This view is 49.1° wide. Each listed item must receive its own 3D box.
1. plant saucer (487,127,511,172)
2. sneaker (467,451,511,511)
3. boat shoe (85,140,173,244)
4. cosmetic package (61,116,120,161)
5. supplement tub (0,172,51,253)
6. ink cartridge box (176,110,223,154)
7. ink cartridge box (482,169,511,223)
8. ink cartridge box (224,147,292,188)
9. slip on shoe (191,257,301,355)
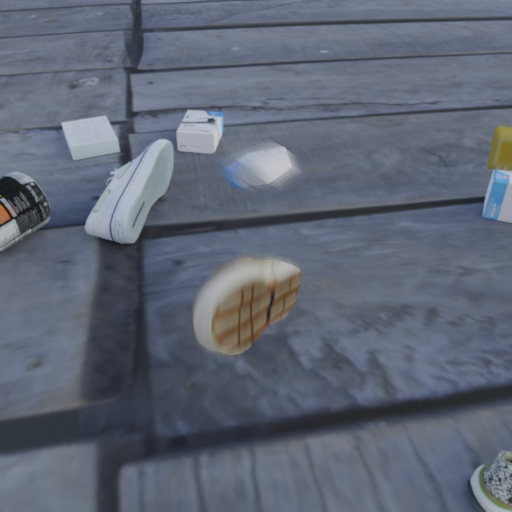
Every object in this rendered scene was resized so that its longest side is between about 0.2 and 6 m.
[{"bbox_3d":[4.059,-1.628,8.796,0.716,0.716,0.174,11,35,20],"label":"plant saucer"},{"bbox_3d":[3.574,2.476,6.313,2.180,0.966,0.838,-5,39,-6],"label":"sneaker"},{"bbox_3d":[-2.489,-1.442,11.124,0.991,1.092,2.968,8,40,8],"label":"boat shoe"},{"bbox_3d":[-3.998,-2.860,13.485,1.099,0.376,1.457,-16,41,-16],"label":"cosmetic package"},{"bbox_3d":[-4.779,-0.629,10.071,1.150,1.150,1.878,22,44,25],"label":"supplement tub"},{"bbox_3d":[-1.345,-3.018,13.562,0.905,0.527,1.252,4,39,6],"label":"ink cartridge box"},{"bbox_3d":[5.297,-1.181,10.970,1.406,0.881,0.904,14,41,17],"label":"ink cartridge box"},{"bbox_3d":[0.025,-1.157,7.365,0.523,0.302,0.717,-39,26,-32],"label":"ink cartridge box"},{"bbox_3d":[-0.229,0.468,6.967,0.828,1.040,2.735,19,15,19],"label":"slip on shoe"}]
